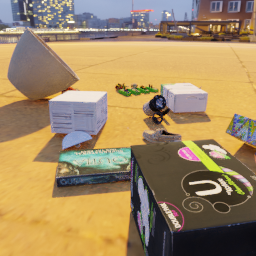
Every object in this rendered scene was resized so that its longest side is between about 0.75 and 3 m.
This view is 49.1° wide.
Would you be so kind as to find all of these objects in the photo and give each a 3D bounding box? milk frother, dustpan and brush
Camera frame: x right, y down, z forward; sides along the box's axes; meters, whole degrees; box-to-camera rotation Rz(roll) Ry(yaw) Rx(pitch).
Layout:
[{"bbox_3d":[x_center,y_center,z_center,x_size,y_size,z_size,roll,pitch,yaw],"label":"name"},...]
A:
[{"bbox_3d":[0.921,-0.569,10.022,0.947,0.855,0.891,-45,4,-24],"label":"milk frother"},{"bbox_3d":[-1.576,0.302,8.202,0.859,0.352,1.231,-20,33,-16],"label":"dustpan and brush"}]

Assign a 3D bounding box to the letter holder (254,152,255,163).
[{"bbox_3d":[3.215,0.892,6.510,0.540,0.382,0.759,6,22,19],"label":"letter holder"}]

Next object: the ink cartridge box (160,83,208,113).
[{"bbox_3d":[2.236,-1.274,11.505,1.378,0.796,1.887,-3,22,-9],"label":"ink cartridge box"}]

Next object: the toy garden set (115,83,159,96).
[{"bbox_3d":[0.361,-2.065,14.161,1.855,0.370,1.547,-11,24,-27],"label":"toy garden set"}]

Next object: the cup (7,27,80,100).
[{"bbox_3d":[-3.922,-2.474,12.241,2.143,2.997,2.997,-44,26,3],"label":"cup"}]

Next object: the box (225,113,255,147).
[{"bbox_3d":[3.388,0.156,7.547,0.997,0.608,0.960,22,7,-35],"label":"box"}]

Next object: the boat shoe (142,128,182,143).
[{"bbox_3d":[0.992,0.211,8.141,1.393,0.449,0.496,17,27,41],"label":"boat shoe"}]

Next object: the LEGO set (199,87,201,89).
[{"bbox_3d":[3.044,-1.667,13.278,1.042,0.455,1.605,-3,34,-3],"label":"LEGO set"}]

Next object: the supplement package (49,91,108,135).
[{"bbox_3d":[-1.540,-0.561,9.156,1.448,1.031,1.860,2,16,6],"label":"supplement package"}]

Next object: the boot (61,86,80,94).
[{"bbox_3d":[-2.891,-1.683,13.033,0.757,0.529,1.411,-24,32,-36],"label":"boot"}]

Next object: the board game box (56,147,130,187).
[{"bbox_3d":[-0.667,0.868,6.681,1.959,0.276,1.325,-4,21,-9],"label":"board game box"}]

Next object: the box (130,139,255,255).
[{"bbox_3d":[1.006,1.234,4.242,1.636,1.369,2.203,-4,22,-11],"label":"box"}]
